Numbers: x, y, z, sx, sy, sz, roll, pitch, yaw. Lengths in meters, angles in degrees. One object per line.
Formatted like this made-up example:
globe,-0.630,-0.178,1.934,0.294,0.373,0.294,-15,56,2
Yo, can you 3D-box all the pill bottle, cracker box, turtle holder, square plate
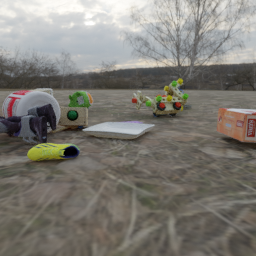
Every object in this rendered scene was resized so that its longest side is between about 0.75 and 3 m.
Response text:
pill bottle,-3.489,-0.602,9.753,1.401,1.401,2.495,-7,12,-37
cracker box,4.183,-0.069,7.886,2.777,0.801,1.860,2,8,-3
turtle holder,-2.619,-1.377,15.588,1.163,1.531,1.087,50,32,17
square plate,-0.248,0.072,9.164,1.833,0.263,1.850,3,10,22

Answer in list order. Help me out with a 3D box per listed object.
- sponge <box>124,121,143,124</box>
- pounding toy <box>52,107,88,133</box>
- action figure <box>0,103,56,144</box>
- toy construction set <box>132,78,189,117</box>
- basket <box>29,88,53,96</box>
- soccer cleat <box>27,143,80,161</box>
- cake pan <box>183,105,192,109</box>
sponge,0.036,-0.149,10.808,0.943,0.141,0.526,-4,11,-24
pounding toy,-2.031,-0.266,9.947,1.152,0.890,1.252,0,-1,-6
action figure,-3.641,-0.056,8.020,2.943,1.021,1.915,-2,16,10
toy construction set,1.670,-1.436,13.680,2.878,1.887,1.326,-12,-29,-13
basket,-4.935,-1.529,15.553,1.267,1.278,1.028,6,13,32
soccer cleat,-1.613,0.528,6.172,1.127,0.364,0.472,-3,8,-24
cake pan,3.504,-1.304,17.439,0.963,0.177,0.963,0,10,0
